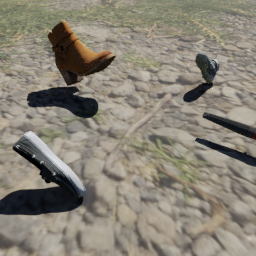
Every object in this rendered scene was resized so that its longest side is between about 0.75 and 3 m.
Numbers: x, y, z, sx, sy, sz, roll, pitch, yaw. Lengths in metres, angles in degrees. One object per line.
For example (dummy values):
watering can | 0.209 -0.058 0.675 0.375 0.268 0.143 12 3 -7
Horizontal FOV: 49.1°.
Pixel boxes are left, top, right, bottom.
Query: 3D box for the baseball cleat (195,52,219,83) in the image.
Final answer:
baseball cleat | 2.930 -2.379 10.301 0.556 1.596 0.849 27 75 34

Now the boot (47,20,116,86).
boot | -1.690 -2.732 9.593 0.990 2.004 2.581 -29 11 -41

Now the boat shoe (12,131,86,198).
boat shoe | -1.674 0.869 5.951 1.824 0.626 0.516 45 62 3

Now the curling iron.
curling iron | 3.312 0.080 7.189 2.867 0.366 0.711 17 49 28
